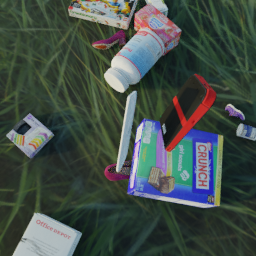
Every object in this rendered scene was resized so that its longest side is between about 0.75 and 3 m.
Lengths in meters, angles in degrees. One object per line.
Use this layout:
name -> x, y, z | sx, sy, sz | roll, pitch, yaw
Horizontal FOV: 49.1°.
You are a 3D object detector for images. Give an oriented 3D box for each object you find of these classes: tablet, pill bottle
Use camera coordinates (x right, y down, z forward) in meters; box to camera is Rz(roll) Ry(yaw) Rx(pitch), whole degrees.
tablet -> -0.016, 0.044, 6.749 | 0.123, 1.171, 1.799 | 10, 104, 6
pill bottle -> 4.465, 0.179, 10.224 | 0.853, 0.474, 0.474 | 16, 71, 5
pill bottle -> 0.222, -2.558, 10.769 | 1.305, 1.305, 2.399 | 36, 73, 12

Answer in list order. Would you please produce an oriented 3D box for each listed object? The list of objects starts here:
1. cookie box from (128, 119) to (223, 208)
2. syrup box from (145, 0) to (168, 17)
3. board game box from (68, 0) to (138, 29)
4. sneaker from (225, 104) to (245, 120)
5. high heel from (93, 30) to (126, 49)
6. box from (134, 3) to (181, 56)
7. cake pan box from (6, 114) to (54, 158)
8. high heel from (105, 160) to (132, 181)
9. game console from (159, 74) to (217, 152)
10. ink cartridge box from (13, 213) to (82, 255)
cookie box -> 1.598, 1.198, 9.252 | 2.794, 1.050, 2.390 | 12, 71, -9
syrup box -> 1.225, -5.375, 12.211 | 0.545, 0.527, 1.339 | -20, 71, -7
board game box -> -1.059, -5.373, 12.240 | 2.648, 0.458, 1.671 | 15, 70, 5
sneaker -> 4.052, -0.539, 10.625 | 0.822, 0.331, 0.343 | 42, 90, 23
high heel -> -0.801, -3.681, 11.617 | 1.435, 0.484, 0.690 | -8, 80, -18
box -> 1.181, -4.049, 11.510 | 0.898, 0.938, 1.881 | -39, 75, -13
cake pan box -> -3.587, 0.263, 10.274 | 1.294, 0.339, 1.192 | 40, 73, 13
high heel -> 0.294, 1.352, 9.492 | 2.165, 1.041, 0.730 | -18, 71, -7
game console -> 1.424, -0.450, 7.100 | 0.303, 1.955, 1.729 | 30, 112, -11
ink cartridge box -> -2.598, 3.934, 8.632 | 1.535, 0.885, 2.115 | 22, 72, 8
